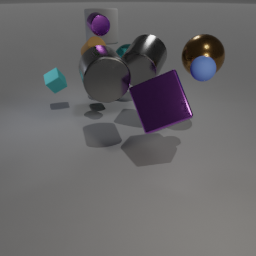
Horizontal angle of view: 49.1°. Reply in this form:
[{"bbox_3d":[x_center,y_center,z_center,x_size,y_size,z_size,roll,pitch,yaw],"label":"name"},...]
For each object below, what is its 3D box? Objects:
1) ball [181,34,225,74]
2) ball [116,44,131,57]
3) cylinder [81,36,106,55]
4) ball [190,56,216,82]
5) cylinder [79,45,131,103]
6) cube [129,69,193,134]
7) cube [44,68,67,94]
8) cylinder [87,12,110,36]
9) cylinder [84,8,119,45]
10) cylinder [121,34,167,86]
[{"bbox_3d":[2.479,-2.374,9.273,1.400,1.400,1.400,0,28,0],"label":"ball"},{"bbox_3d":[0.020,-3.169,12.983,1.400,1.400,1.400,0,28,0],"label":"ball"},{"bbox_3d":[-1.224,-2.761,9.888,0.700,0.700,0.700,-19,0,-32],"label":"cylinder"},{"bbox_3d":[2.085,-1.647,7.784,0.700,0.700,0.700,0,28,0],"label":"ball"},{"bbox_3d":[-0.742,-1.679,8.582,1.400,1.400,1.400,-7,30,-13],"label":"cylinder"},{"bbox_3d":[1.028,-0.721,8.283,1.400,1.400,1.400,-21,-4,13],"label":"cube"},{"bbox_3d":[-3.231,-2.109,12.498,0.700,0.700,0.700,-28,53,9],"label":"cube"},{"bbox_3d":[-1.062,-3.700,9.971,0.700,0.700,0.700,-10,32,-17],"label":"cylinder"},{"bbox_3d":[-1.122,-4.337,11.961,1.400,1.400,1.400,-1,21,0],"label":"cylinder"},{"bbox_3d":[0.552,-2.392,9.986,1.400,1.400,1.400,10,45,18],"label":"cylinder"}]
